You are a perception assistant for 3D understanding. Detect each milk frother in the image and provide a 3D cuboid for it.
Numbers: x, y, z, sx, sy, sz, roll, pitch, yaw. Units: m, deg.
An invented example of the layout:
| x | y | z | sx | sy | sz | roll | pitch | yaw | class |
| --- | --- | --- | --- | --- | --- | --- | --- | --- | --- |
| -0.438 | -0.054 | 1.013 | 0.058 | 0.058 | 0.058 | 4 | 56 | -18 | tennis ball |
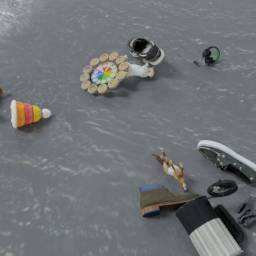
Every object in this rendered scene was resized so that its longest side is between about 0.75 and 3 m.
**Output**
| x | y | z | sx | sy | sz | roll | pitch | yaw | class |
| --- | --- | --- | --- | --- | --- | --- | --- | --- | --- |
| 2.723 | 2.810 | 8.306 | 1.824 | 2.021 | 1.901 | -19 | 55 | -19 | milk frother |

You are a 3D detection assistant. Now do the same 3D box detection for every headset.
| x | y | z | sx | sy | sz | roll | pitch | yaw | class |
| --- | --- | --- | --- | --- | --- | --- | --- | --- | --- |
| 3.940 | -3.563 | 14.029 | 1.320 | 0.815 | 0.620 | -33 | 32 | -2 | headset |

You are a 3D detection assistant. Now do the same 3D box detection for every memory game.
| x | y | z | sx | sy | sz | roll | pitch | yaw | class |
| --- | --- | --- | --- | --- | --- | --- | --- | --- | --- |
| -1.124 | -2.599 | 13.075 | 2.504 | 0.160 | 2.504 | -12 | 54 | 17 | memory game |

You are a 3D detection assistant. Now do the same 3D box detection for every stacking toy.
| x | y | z | sx | sy | sz | roll | pitch | yaw | class |
| --- | --- | --- | --- | --- | --- | --- | --- | --- | --- |
| -4.043 | -0.603 | 11.720 | 1.565 | 1.144 | 1.144 | -4 | 50 | -26 | stacking toy |

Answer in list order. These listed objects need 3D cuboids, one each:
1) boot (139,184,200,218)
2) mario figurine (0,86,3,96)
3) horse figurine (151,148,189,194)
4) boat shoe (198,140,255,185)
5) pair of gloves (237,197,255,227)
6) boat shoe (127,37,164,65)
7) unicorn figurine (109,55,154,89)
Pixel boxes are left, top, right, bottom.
| x | y | z | sx | sy | sz | roll | pitch | yaw | class |
| --- | --- | --- | --- | --- | --- | --- | --- | --- | --- |
| 1.379 | 2.264 | 9.493 | 2.085 | 0.779 | 1.011 | -12 | 56 | -6 | boot |
| -6.370 | -1.184 | 11.805 | 1.427 | 1.225 | 2.311 | -14 | 36 | 33 | mario figurine |
| 1.552 | 1.420 | 10.010 | 0.439 | 1.166 | 1.760 | -33 | 33 | -15 | horse figurine |
| 3.616 | 1.244 | 10.262 | 2.398 | 0.823 | 0.679 | 28 | 58 | 17 | boat shoe |
| 4.623 | 3.087 | 9.035 | 1.808 | 0.251 | 2.030 | -26 | 56 | -28 | pair of gloves |
| 0.629 | -3.948 | 13.667 | 1.090 | 0.890 | 2.950 | -50 | 40 | 11 | boat shoe |
| 0.184 | -2.741 | 13.284 | 2.256 | 0.833 | 1.550 | -5 | 47 | 1 | unicorn figurine |
